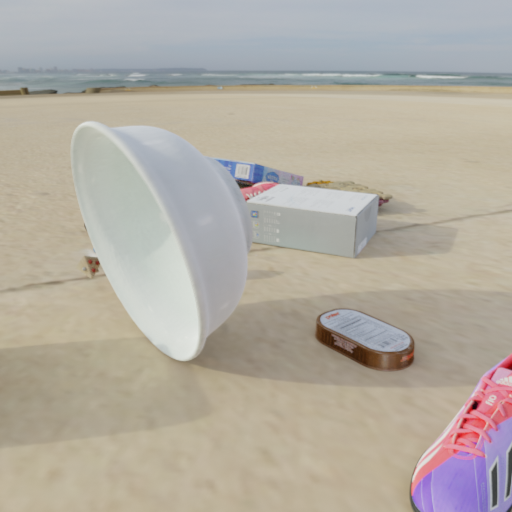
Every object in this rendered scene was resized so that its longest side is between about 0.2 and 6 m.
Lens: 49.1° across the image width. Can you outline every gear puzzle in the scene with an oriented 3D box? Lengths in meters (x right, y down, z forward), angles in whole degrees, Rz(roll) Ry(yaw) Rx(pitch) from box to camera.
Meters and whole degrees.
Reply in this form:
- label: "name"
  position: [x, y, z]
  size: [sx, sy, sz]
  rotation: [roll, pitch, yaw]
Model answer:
- label: "gear puzzle"
  position: [2.127, -1.625, 14.925]
  size: [1.653, 0.418, 3.191]
  rotation: [-9, 19, -17]

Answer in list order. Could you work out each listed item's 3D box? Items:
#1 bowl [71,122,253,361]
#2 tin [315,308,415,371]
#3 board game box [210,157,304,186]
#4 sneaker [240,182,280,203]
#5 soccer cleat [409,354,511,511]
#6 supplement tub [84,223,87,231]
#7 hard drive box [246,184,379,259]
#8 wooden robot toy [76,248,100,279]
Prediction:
- label: "bowl"
  position: [-1.045, -0.357, 7.270]
  size: [1.424, 3.168, 3.168]
  rotation: [-26, 31, -29]
- label: "tin"
  position: [1.477, 1.113, 7.711]
  size: [0.845, 0.316, 1.509]
  rotation: [-12, 23, -39]
- label: "board game box"
  position: [-0.390, -2.243, 15.322]
  size: [2.502, 0.543, 2.489]
  rotation: [14, 8, 34]
- label: "sneaker"
  position: [-0.203, -1.251, 13.320]
  size: [2.049, 0.755, 0.889]
  rotation: [-11, 16, -4]
- label: "soccer cleat"
  position: [2.246, 1.625, 5.367]
  size: [0.885, 0.949, 2.593]
  rotation: [18, 27, 39]
- label: "supplement tub"
  position: [-3.459, -0.760, 12.517]
  size: [0.394, 0.394, 0.737]
  rotation: [10, 23, 25]
- label: "hard drive box"
  position: [1.218, -0.813, 11.904]
  size: [2.358, 0.906, 1.838]
  rotation: [9, 23, 24]
- label: "wooden robot toy"
  position: [-1.939, 0.344, 9.476]
  size: [2.054, 0.905, 0.932]
  rotation: [-7, 57, -20]
